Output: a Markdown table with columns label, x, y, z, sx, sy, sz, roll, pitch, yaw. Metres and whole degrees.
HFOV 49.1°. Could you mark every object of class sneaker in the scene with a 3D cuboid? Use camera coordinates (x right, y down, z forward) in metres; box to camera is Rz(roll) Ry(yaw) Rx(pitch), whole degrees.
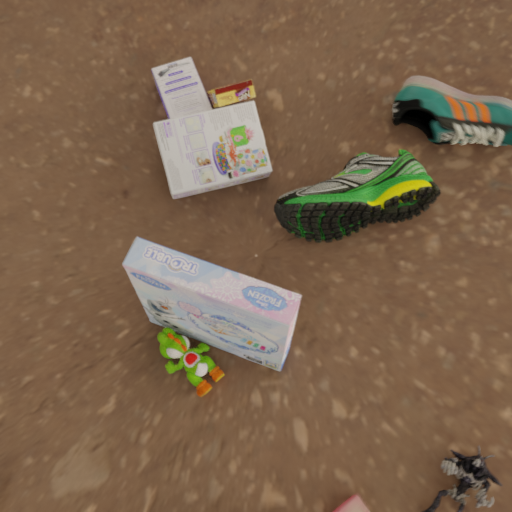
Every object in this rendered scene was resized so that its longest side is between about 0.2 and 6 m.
| label | x | y | z | sx | sy | sz | roll | pitch | yaw |
| --- | --- | --- | --- | --- | --- | --- | --- | --- | --- |
| sneaker | 3.723 | -2.373 | 10.181 | 2.582 | 0.922 | 1.032 | 23 | 71 | 18 |
| sneaker | 1.616 | -1.062 | 9.589 | 2.834 | 1.106 | 1.207 | -13 | 59 | -15 |

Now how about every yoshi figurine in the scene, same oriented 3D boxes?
| label | x | y | z | sx | sy | sz | roll | pitch | yaw |
| --- | --- | --- | --- | --- | --- | --- | --- | --- | --- |
| yoshi figurine | -1.071 | 1.596 | 8.660 | 1.161 | 0.652 | 0.650 | 45 | 114 | 3 |

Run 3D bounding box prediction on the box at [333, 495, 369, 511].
| label | x | y | z | sx | sy | sz | roll | pitch | yaw |
| --- | --- | --- | --- | --- | --- | --- | --- | --- | --- |
| box | 1.240 | 3.697 | 7.721 | 0.689 | 0.375 | 0.441 | -33 | 70 | -14 |

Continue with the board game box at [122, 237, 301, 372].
| label | x | y | z | sx | sy | sz | roll | pitch | yaw |
| --- | --- | --- | --- | --- | --- | --- | --- | --- | --- |
| board game box | -0.577 | 0.773 | 7.983 | 2.283 | 2.272 | 0.495 | 20 | 67 | 8 |

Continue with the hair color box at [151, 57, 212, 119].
| label | x | y | z | sx | sy | sz | roll | pitch | yaw |
| --- | --- | --- | --- | --- | --- | --- | --- | --- | --- |
| hair color box | -1.377 | -2.995 | 10.654 | 0.811 | 0.481 | 1.483 | -19 | 69 | -7 |

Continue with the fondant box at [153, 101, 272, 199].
| label | x | y | z | sx | sy | sz | roll | pitch | yaw |
| --- | --- | --- | --- | --- | --- | --- | --- | --- | --- |
| fondant box | -0.763 | -1.863 | 9.908 | 1.826 | 0.532 | 1.317 | -14 | 87 | -5 |

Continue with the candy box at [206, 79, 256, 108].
| label | x | y | z | sx | sy | sz | roll | pitch | yaw |
| --- | --- | --- | --- | --- | --- | --- | --- | --- | --- |
| candy box | -0.483 | -2.965 | 10.283 | 0.705 | 1.208 | 0.341 | -17 | 105 | -8 |

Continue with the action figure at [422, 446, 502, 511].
| label | x | y | z | sx | sy | sz | roll | pitch | yaw |
| --- | --- | --- | --- | --- | --- | --- | --- | --- | --- |
| action figure | 2.884 | 3.215 | 7.781 | 0.811 | 0.696 | 1.364 | 33 | 71 | 25 |
